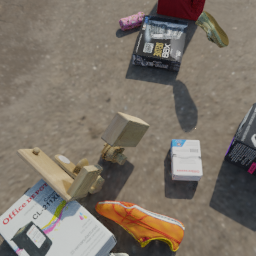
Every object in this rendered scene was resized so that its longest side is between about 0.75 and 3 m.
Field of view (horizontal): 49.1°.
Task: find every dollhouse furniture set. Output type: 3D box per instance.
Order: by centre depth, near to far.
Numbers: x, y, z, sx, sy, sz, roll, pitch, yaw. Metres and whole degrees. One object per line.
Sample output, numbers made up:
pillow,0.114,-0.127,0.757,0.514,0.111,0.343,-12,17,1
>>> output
dollhouse furniture set,-1.203,0.325,8.391,2.108,2.460,2.587,36,99,19

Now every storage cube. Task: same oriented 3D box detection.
storage cube,2.564,-6.399,12.582,2.097,1.994,2.333,14,61,9

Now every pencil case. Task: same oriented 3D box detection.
pencil case,0.193,-4.772,12.512,1.179,0.488,0.510,-25,57,-13

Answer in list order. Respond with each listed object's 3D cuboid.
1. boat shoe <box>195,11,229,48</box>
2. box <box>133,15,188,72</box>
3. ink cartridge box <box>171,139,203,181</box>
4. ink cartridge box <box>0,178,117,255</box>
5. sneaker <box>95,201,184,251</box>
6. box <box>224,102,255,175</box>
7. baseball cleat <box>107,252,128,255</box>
boat shoe,2.967,-3.418,9.995,0.692,0.597,1.896,11,47,-36
box,1.377,-3.577,11.725,1.952,0.616,2.475,12,60,6
ink cartridge box,1.872,1.036,9.094,0.915,0.537,1.250,2,61,2
ink cartridge box,-1.956,2.864,7.564,2.661,1.102,1.939,34,65,24
sneaker,0.248,2.730,7.905,2.635,0.962,1.017,17,70,12
box,4.745,0.709,8.750,2.747,1.457,1.679,27,64,14
baseball cleat,-0.425,3.595,7.623,0.943,0.502,0.329,-7,88,-3
